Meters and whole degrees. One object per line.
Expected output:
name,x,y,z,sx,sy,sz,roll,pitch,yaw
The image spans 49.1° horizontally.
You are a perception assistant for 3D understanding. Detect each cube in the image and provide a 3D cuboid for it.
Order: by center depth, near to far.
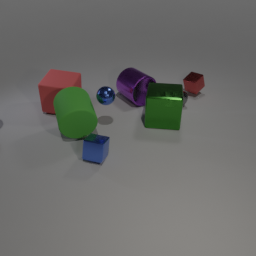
cube,-1.064,0.664,9.353,0.700,0.700,0.700,11,20,10
cube,1.447,-0.898,11.313,1.400,1.400,1.400,4,33,7
cube,-2.864,-1.535,12.087,1.400,1.400,1.400,9,40,5
cube,3.160,-2.163,13.412,0.700,0.700,0.700,-43,46,-20

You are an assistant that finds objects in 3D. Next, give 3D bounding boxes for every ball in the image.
ball,-0.817,-1.184,10.300,0.700,0.700,0.700,0,33,0

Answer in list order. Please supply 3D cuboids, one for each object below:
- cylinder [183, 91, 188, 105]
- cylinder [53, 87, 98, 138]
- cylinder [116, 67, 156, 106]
cylinder,2.182,-1.384,12.486,0.700,0.700,0.700,11,21,-39
cylinder,-1.953,-0.573,10.349,1.400,1.400,1.400,-10,46,-16
cylinder,0.390,-1.916,12.899,1.400,1.400,1.400,-19,37,-27
